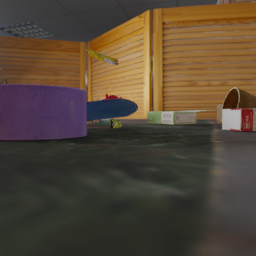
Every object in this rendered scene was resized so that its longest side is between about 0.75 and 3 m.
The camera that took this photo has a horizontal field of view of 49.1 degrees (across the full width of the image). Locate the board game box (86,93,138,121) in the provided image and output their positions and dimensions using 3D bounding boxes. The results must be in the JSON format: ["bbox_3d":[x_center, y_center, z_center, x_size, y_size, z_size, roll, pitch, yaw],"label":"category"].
[{"bbox_3d":[-0.773,-0.660,7.831,2.086,0.406,1.648,-6,-14,0],"label":"board game box"}]

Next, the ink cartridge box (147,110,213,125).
[{"bbox_3d":[2.479,-0.517,12.963,2.646,0.634,1.925,-2,3,-33],"label":"ink cartridge box"}]

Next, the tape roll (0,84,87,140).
[{"bbox_3d":[-1.674,-0.256,4.820,1.911,0.812,1.911,-1,2,0],"label":"tape roll"}]

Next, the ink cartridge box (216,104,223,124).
[{"bbox_3d":[5.024,-0.554,11.389,2.264,0.850,1.865,3,3,37],"label":"ink cartridge box"}]

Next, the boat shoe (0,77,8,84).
[{"bbox_3d":[-3.323,-1.042,6.157,0.907,1.060,2.893,-9,-35,7],"label":"boat shoe"}]

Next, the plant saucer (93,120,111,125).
[{"bbox_3d":[-0.876,-0.210,11.108,1.064,0.191,1.064,0,3,0],"label":"plant saucer"}]

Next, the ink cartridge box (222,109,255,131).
[{"bbox_3d":[3.039,-0.197,6.673,1.266,0.525,0.929,0,2,-7],"label":"ink cartridge box"}]

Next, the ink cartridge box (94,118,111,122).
[{"bbox_3d":[-2.148,-0.696,13.632,2.220,0.933,1.615,1,3,28],"label":"ink cartridge box"}]

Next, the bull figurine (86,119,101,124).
[{"bbox_3d":[-1.946,-0.536,10.489,1.727,0.926,2.845,3,3,-24],"label":"bull figurine"}]

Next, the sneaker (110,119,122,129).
[{"bbox_3d":[-0.345,-0.129,8.013,0.295,0.291,0.772,0,4,4],"label":"sneaker"}]

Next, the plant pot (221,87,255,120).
[{"bbox_3d":[4.245,-0.597,9.861,1.440,1.342,1.342,14,2,-4],"label":"plant pot"}]

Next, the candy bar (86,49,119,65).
[{"bbox_3d":[-0.767,-2.112,8.312,1.205,0.133,0.300,25,-16,26],"label":"candy bar"}]
